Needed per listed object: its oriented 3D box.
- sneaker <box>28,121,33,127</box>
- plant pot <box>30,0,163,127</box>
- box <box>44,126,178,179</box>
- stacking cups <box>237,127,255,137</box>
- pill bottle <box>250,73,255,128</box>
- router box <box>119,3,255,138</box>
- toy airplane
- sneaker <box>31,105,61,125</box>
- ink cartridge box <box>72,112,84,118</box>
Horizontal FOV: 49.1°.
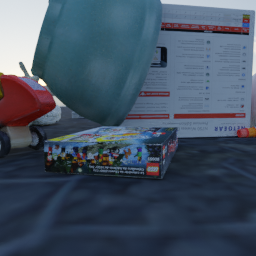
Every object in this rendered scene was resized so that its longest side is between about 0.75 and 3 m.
[{"bbox_3d":[-3.091,-0.240,6.381,1.878,0.756,1.375,1,2,19],"label":"sneaker"},{"bbox_3d":[-0.727,-1.439,5.187,1.737,2.593,2.593,17,0,-17],"label":"plant pot"},{"bbox_3d":[-0.050,0.217,3.486,1.198,0.331,1.754,1,6,15],"label":"box"},{"bbox_3d":[2.584,0.075,5.595,0.811,0.245,0.245,-5,6,-4],"label":"stacking cups"},{"bbox_3d":[3.644,-0.624,6.597,2.571,1.443,1.443,1,5,17],"label":"pill bottle"},{"bbox_3d":[1.072,-1.078,5.630,2.806,2.519,0.686,0,6,-12],"label":"router box"},{"bbox_3d":[-2.303,-0.465,4.072,2.243,1.590,2.253,-2,6,-21],"label":"toy airplane"},{"bbox_3d":[-2.885,-0.723,8.080,1.053,1.343,2.703,2,6,24],"label":"sneaker"},{"bbox_3d":[-2.101,-0.590,12.422,0.617,0.285,1.133,0,4,-3],"label":"ink cartridge box"}]
